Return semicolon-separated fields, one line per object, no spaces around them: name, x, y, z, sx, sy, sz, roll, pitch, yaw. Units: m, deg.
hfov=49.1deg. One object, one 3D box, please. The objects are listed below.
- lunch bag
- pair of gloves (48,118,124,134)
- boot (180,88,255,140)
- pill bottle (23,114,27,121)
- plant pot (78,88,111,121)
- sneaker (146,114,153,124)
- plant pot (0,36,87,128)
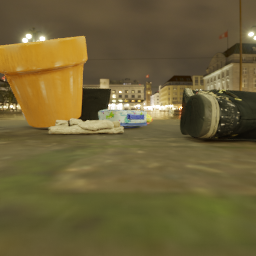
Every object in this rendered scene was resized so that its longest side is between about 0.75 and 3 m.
lunch bag;-0.140;-0.291;8.650;1.128;0.579;1.403;0;1;40
pair of gloves;-0.891;-0.055;6.083;1.503;0.310;1.768;0;3;-8
boot;1.677;-0.204;4.338;1.607;0.768;2.128;2;8;3
pill bottle;-2.744;-0.637;9.681;1.569;0.881;0.881;-3;1;17
plant pot;-1.594;-0.810;11.185;1.618;1.439;1.622;0;3;-13
sneaker;0.841;-0.435;13.836;0.721;0.624;1.598;12;4;-4
plant pot;-2.174;-1.250;7.614;2.346;2.148;2.346;-6;19;2
